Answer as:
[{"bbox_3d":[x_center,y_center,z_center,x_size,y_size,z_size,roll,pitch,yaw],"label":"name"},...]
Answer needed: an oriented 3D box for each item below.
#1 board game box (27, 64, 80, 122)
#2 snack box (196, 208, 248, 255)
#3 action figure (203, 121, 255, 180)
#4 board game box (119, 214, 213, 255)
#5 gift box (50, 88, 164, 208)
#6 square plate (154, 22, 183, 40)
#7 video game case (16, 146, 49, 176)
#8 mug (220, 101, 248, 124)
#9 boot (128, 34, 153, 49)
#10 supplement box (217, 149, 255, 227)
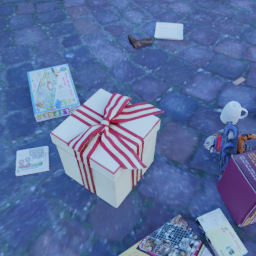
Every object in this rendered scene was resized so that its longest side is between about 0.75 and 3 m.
[{"bbox_3d":[-3.151,-1.558,11.807,1.801,0.459,2.679,-15,52,-11],"label":"board game box"},{"bbox_3d":[2.694,3.129,8.153,0.809,0.258,1.393,-18,53,-14],"label":"snack box"},{"bbox_3d":[3.530,0.830,9.598,1.985,1.073,2.052,14,95,-3],"label":"action figure"},{"bbox_3d":[0.944,3.713,7.572,2.480,0.429,1.680,-26,56,-19],"label":"board game box"},{"bbox_3d":[-0.393,0.549,8.694,2.844,2.656,2.624,24,55,19],"label":"gift box"},{"bbox_3d":[2.169,-5.097,14.827,1.458,0.207,1.444,6,51,5],"label":"square plate"},{"bbox_3d":[-3.351,1.140,9.842,1.108,0.131,1.008,-9,52,-7],"label":"video game case"},{"bbox_3d":[4.129,-0.597,10.812,0.916,0.803,0.677,10,52,8],"label":"mug"},{"bbox_3d":[0.642,-4.516,14.259,1.093,0.351,1.019,-22,67,-13],"label":"boot"},{"bbox_3d":[4.463,1.562,8.380,2.907,1.903,1.500,-13,51,-11],"label":"supplement box"}]
